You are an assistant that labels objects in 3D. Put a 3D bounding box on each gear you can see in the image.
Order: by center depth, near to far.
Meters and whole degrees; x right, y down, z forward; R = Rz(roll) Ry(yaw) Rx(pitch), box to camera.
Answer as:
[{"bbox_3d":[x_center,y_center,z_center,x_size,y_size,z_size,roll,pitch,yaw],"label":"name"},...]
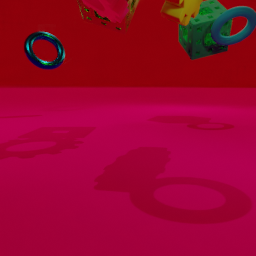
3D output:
[{"bbox_3d":[1.191,-2.851,4.856,0.368,1.991,1.991,27,18,17],"label":"gear"},{"bbox_3d":[-0.769,-2.927,5.971,1.704,0.315,1.704,35,4,-3],"label":"gear"}]

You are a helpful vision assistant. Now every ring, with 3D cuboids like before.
[{"bbox_3d":[3.164,-3.025,8.385,1.354,0.271,1.354,-6,-30,-3],"label":"ring"},{"bbox_3d":[-3.088,-2.888,10.442,1.528,1.528,0.306,-6,-12,-34],"label":"ring"}]

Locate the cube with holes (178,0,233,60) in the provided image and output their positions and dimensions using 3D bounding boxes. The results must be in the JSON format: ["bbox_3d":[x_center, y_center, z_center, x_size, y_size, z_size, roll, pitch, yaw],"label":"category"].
[{"bbox_3d":[2.659,-3.479,9.887,1.352,1.352,1.352,-15,48,-3],"label":"cube with holes"}]

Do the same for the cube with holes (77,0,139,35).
[{"bbox_3d":[-0.466,-3.648,7.626,1.336,1.336,1.336,20,-7,3],"label":"cube with holes"}]
